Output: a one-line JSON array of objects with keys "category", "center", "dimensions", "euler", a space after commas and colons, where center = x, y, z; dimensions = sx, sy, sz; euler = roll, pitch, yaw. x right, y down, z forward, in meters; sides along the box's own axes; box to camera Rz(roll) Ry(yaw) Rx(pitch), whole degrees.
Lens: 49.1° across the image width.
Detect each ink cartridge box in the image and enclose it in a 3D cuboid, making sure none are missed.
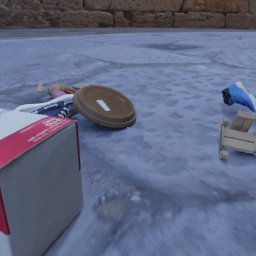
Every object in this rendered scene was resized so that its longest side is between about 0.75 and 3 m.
[{"category": "ink cartridge box", "center": [-2.016, 0.703, 4.036], "dimensions": [2.203, 1.600, 1.593], "euler": [9, 25, 20]}]

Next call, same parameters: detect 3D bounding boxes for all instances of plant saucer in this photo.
[{"category": "plant saucer", "center": [-0.619, -0.687, 8.048], "dimensions": [1.930, 0.284, 1.930], "euler": [17, 34, -12]}]

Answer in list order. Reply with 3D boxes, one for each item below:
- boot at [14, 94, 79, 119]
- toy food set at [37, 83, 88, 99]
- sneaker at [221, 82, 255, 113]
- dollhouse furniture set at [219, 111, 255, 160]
[{"category": "boot", "center": [-1.930, -0.279, 7.634], "dimensions": [2.136, 0.777, 0.965], "euler": [-20, 45, -35]}, {"category": "toy food set", "center": [-2.006, -1.233, 10.159], "dimensions": [2.412, 0.380, 1.533], "euler": [2, 23, -14]}, {"category": "sneaker", "center": [3.397, -0.837, 8.658], "dimensions": [0.766, 0.529, 1.377], "euler": [-25, 45, 9]}, {"category": "dollhouse furniture set", "center": [2.742, 0.380, 6.606], "dimensions": [1.217, 0.697, 1.428], "euler": [12, 53, 8]}]
